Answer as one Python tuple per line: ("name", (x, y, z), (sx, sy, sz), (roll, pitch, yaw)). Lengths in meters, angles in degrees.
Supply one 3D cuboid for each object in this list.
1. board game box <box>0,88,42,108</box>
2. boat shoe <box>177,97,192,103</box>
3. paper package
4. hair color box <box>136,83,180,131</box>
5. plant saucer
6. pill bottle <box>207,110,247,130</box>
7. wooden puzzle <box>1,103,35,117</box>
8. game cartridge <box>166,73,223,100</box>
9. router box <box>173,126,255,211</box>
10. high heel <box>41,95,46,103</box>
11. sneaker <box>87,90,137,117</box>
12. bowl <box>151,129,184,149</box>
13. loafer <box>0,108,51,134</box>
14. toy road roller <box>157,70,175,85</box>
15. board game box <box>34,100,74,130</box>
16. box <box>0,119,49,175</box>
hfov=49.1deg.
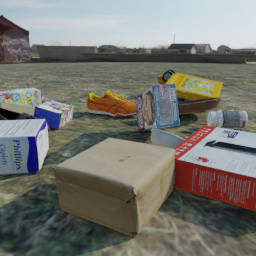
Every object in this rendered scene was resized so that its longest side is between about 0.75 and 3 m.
("board game box", (-5.210, -1.283, 13.327), (1.891, 0.992, 0.974), (-14, 23, -37))
("boat shoe", (2.837, -1.691, 15.074), (2.116, 0.782, 0.902), (14, 22, 32))
("paper package", (-0.181, 1.024, 5.688), (1.848, 1.003, 1.938), (9, 20, 28))
("hair color box", (0.887, -0.601, 9.300), (0.772, 1.276, 2.552), (-6, -2, -10))
("plant saucer", (2.695, -0.925, 12.236), (2.722, 0.469, 2.722), (-10, 6, 1))
("pill bottle", (3.709, -0.307, 10.535), (1.303, 0.742, 0.742), (0, 17, -1))
("wooden puzzle", (-4.516, -0.609, 11.848), (2.914, 0.341, 1.966), (12, 16, -1))
("game cartridge", (3.425, -2.134, 14.655), (2.734, 0.443, 2.410), (18, 34, 15))
("router box", (2.652, 0.814, 6.839), (2.661, 0.724, 2.965), (10, 20, 31))
("high heel", (-4.966, -1.624, 15.562), (0.540, 0.379, 1.125), (2, 27, -31))
("sneaker", (-0.621, -1.103, 12.626), (2.826, 1.090, 1.031), (7, 16, 16))
("bowl", (1.108, 0.460, 8.072), (1.129, 0.508, 1.129), (21, -8, 3))
("loafer", (-3.997, -0.244, 10.199), (2.589, 0.815, 0.931), (7, 18, 23))
("toy road roller", (2.735, -2.520, 17.500), (2.152, 1.571, 1.322), (40, 23, 2))
("board game box", (-2.917, -0.553, 11.093), (1.079, 0.655, 1.353), (17, 19, 6))
("box", (-3.240, 0.463, 7.509), (1.928, 1.012, 1.773), (-3, 16, -7))
